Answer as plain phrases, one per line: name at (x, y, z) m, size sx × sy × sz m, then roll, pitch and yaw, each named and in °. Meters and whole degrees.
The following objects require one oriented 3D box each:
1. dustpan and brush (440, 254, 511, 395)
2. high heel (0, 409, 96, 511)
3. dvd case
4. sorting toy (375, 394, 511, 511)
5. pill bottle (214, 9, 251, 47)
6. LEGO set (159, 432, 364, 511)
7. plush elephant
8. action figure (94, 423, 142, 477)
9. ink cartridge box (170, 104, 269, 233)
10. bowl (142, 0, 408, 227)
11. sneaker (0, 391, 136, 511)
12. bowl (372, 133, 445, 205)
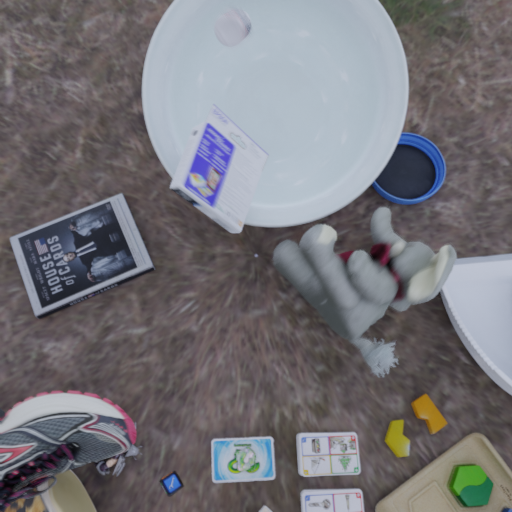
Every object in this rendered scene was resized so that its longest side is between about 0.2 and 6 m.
dustpan and brush at (4.154, 1.604, 7.320) m, size 2.762 × 1.133 × 3.958 m, roll -5°, pitch 69°, yaw -2°
high heel at (-3.162, 3.360, 6.957) m, size 2.633 × 0.940 × 1.877 m, roll 44°, pitch 92°, yaw 6°
dvd case at (-2.621, -0.028, 8.436) m, size 1.828 × 0.226 × 1.374 m, roll -23°, pitch 70°, yaw -9°
sorting toy at (2.478, 3.112, 7.182) m, size 1.782 × 0.320 × 2.391 m, roll -31°, pitch 72°, yaw -11°
pill bottle at (-0.252, -2.713, 6.620) m, size 0.354 × 0.354 × 0.592 m, roll 14°, pitch 33°, yaw 5°
LEGO set at (0.080, 3.309, 7.130) m, size 2.606 × 0.640 × 1.947 m, roll 1°, pitch 68°, yaw -12°
plush elephant at (1.627, 0.201, 7.484) m, size 1.755 × 1.867 × 2.267 m, roll -37°, pitch 85°, yaw -14°
action figure at (-2.080, 2.434, 7.419) m, size 1.205 × 0.418 × 0.784 m, roll 16°, pitch 63°, yaw 2°
ink cartridge box at (-0.427, -1.070, 7.035) m, size 0.258 × 1.176 × 1.187 m, roll 4°, pitch 67°, yaw 43°
bowl at (0.245, -2.252, 8.236) m, size 3.618 × 1.626 × 3.618 m, roll 0°, pitch 95°, yaw -1°
sneaker at (-2.726, 2.365, 6.283) m, size 2.792 × 1.126 × 1.043 m, roll -13°, pitch 40°, yaw -6°
bowl at (2.377, -1.384, 8.944) m, size 1.230 × 0.241 × 1.230 m, roll 0°, pitch 70°, yaw 0°
